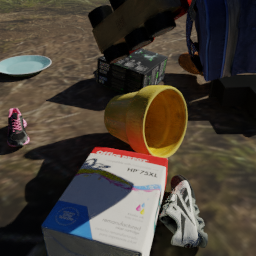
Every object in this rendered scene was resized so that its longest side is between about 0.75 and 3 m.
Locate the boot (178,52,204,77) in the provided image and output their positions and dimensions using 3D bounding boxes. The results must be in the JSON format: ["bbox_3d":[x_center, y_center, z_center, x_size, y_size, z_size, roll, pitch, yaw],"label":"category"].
[{"bbox_3d":[2.479,-2.244,9.936,2.319,0.889,1.801,39,22,28],"label":"boot"}]

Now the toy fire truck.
[{"bbox_3d":[0.504,-2.361,5.537,2.144,1.380,1.888,-26,5,-40],"label":"toy fire truck"}]

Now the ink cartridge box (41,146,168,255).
[{"bbox_3d":[-0.172,1.208,5.089,1.537,0.890,2.646,9,33,13],"label":"ink cartridge box"}]

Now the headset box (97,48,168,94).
[{"bbox_3d":[0.204,-2.104,9.923,1.790,0.954,2.056,23,40,19],"label":"headset box"}]

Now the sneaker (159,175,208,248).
[{"bbox_3d":[0.874,1.428,5.087,0.680,0.570,1.537,-1,33,-6],"label":"sneaker"}]

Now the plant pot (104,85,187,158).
[{"bbox_3d":[0.324,-0.198,6.774,1.576,1.675,1.675,9,31,44],"label":"plant pot"}]

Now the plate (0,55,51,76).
[{"bbox_3d":[-4.170,-2.475,11.293,2.138,0.273,2.138,1,33,0],"label":"plate"}]

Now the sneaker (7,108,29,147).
[{"bbox_3d":[-2.913,-0.053,7.275,0.543,0.656,1.375,-12,37,-20],"label":"sneaker"}]

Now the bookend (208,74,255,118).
[{"bbox_3d":[3.559,-0.889,8.393,1.742,0.807,1.753,-2,34,-2],"label":"bookend"}]

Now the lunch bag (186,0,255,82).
[{"bbox_3d":[1.629,-1.716,4.438,1.433,2.166,1.471,-7,70,12],"label":"lunch bag"}]
